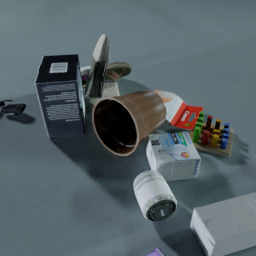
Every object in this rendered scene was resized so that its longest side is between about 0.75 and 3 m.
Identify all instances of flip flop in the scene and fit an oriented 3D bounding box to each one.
[{"bbox_3d":[-1.058,-2.499,13.590,2.723,1.104,0.784,-15,64,-22],"label":"flip flop"}]

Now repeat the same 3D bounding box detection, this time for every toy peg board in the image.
[{"bbox_3d":[3.056,0.125,10.197,1.533,0.753,1.539,12,39,16],"label":"toy peg board"}]

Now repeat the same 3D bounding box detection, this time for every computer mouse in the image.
[{"bbox_3d":[-4.915,-0.869,11.916,1.486,0.342,1.043,-4,35,7],"label":"computer mouse"}]

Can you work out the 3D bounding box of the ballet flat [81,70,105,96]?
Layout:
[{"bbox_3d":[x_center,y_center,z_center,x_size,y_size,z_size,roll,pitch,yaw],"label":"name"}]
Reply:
[{"bbox_3d":[-2.178,-1.825,12.439,2.733,0.973,0.945,-15,-7,28],"label":"ballet flat"}]

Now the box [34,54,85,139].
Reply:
[{"bbox_3d":[-2.464,-1.252,10.689,1.478,2.344,2.384,-4,37,-6],"label":"box"}]

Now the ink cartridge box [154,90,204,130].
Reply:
[{"bbox_3d":[1.796,-0.799,11.509,2.249,0.564,1.824,11,38,24],"label":"ink cartridge box"}]

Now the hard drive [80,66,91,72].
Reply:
[{"bbox_3d":[-2.171,-2.987,14.814,1.409,0.188,0.929,-16,40,-20],"label":"hard drive"}]

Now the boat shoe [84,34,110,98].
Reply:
[{"bbox_3d":[-1.064,-2.336,10.916,0.706,2.479,0.829,10,22,-25],"label":"boat shoe"}]

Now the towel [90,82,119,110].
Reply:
[{"bbox_3d":[-1.044,-1.449,12.618,1.367,0.356,2.062,-4,38,-6],"label":"towel"}]

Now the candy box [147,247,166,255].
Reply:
[{"bbox_3d":[0.697,3.259,6.412,0.647,0.276,0.771,-23,43,-28],"label":"candy box"}]

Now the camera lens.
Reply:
[{"bbox_3d":[0.723,1.871,7.704,0.944,0.944,1.181,-10,38,-14],"label":"camera lens"}]

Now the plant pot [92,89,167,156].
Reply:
[{"bbox_3d":[0.194,-0.369,9.975,2.081,2.081,2.061,28,38,32],"label":"plant pot"}]

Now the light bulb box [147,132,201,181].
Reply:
[{"bbox_3d":[1.419,0.904,9.050,1.406,0.877,1.394,-5,37,-7],"label":"light bulb box"}]

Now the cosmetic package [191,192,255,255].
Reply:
[{"bbox_3d":[2.702,2.426,7.076,1.966,0.887,1.050,-11,38,-10],"label":"cosmetic package"}]
